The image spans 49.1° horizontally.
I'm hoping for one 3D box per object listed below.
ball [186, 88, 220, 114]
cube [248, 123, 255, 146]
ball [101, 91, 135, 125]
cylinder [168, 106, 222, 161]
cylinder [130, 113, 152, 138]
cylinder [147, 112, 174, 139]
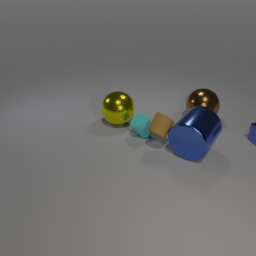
[{"bbox_3d":[3.140,-0.968,11.788,1.400,1.400,1.400,0,29,0],"label":"ball"},{"bbox_3d":[4.985,0.240,10.337,0.700,0.700,0.700,-6,29,-11],"label":"cube"},{"bbox_3d":[-0.410,-0.817,11.522,1.400,1.400,1.400,0,29,0],"label":"ball"},{"bbox_3d":[2.295,0.165,9.570,1.400,1.400,1.400,19,40,30],"label":"cylinder"},{"bbox_3d":[0.563,-0.107,10.673,0.700,0.700,0.700,-31,34,24],"label":"cylinder"},{"bbox_3d":[1.142,-0.079,9.738,0.700,0.700,0.700,31,-3,2],"label":"cylinder"}]
